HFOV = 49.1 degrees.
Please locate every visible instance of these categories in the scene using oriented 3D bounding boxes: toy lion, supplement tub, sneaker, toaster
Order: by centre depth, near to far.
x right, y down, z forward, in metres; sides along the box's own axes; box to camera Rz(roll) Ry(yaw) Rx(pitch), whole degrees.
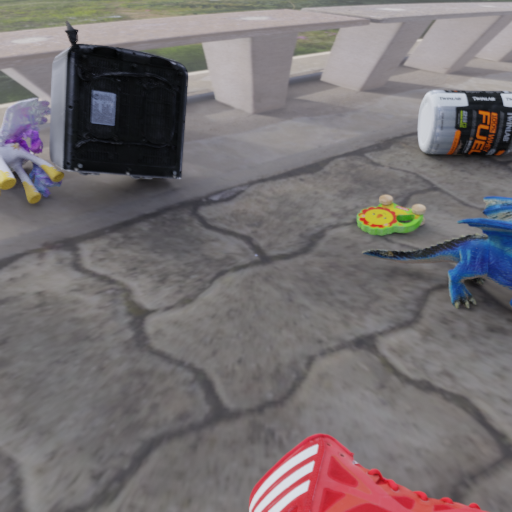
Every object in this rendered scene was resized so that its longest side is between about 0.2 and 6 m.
[{"bbox_3d":[1.389,2.292,5.199,3.085,1.208,1.782,-3,34,-8],"label":"sneaker"},{"bbox_3d":[2.551,-0.706,10.771,1.109,0.381,1.063,21,45,31],"label":"toy lion"},{"bbox_3d":[-2.896,-3.040,11.709,2.576,2.849,1.691,-2,12,-33],"label":"toaster"},{"bbox_3d":[5.343,-3.230,13.619,2.510,1.538,1.538,1,32,2],"label":"supplement tub"}]

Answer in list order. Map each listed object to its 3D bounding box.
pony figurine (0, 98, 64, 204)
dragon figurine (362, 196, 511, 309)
[{"bbox_3d":[-5.178,-2.161,11.771,2.370,1.974,2.288,43,32,17],"label":"pony figurine"},{"bbox_3d":[3.675,-0.174,8.321,4.011,1.994,1.180,23,39,33],"label":"dragon figurine"}]
